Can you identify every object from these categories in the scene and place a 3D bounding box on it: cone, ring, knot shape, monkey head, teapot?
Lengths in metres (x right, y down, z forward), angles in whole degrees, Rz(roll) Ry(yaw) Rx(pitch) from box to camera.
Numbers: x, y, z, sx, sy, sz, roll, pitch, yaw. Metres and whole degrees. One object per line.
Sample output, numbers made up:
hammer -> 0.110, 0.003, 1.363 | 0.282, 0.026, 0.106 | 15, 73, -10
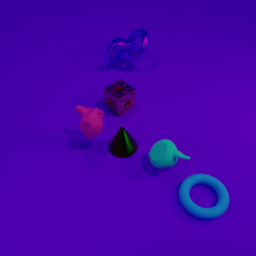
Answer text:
cone -> -0.161, 0.234, 8.045 | 0.888, 0.891, 0.888 | -1, 47, 1
ring -> 1.930, 1.719, 7.139 | 1.247, 0.249, 1.247 | 0, 47, 0
knot shape -> -0.175, -3.023, 10.731 | 1.795, 0.886, 1.918 | -34, 25, -17
monkey head -> -1.134, -0.186, 7.847 | 0.928, 1.289, 0.777 | 20, 67, 1
teapot -> 1.048, 0.746, 7.589 | 1.296, 0.634, 0.806 | -6, 59, 47

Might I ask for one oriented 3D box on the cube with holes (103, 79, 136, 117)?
cube with holes -> -0.277, -1.003, 9.278 | 0.750, 0.750, 0.750 | -35, 57, -27
